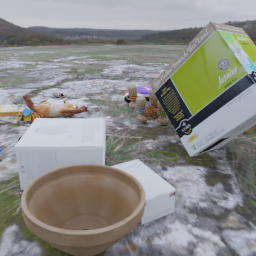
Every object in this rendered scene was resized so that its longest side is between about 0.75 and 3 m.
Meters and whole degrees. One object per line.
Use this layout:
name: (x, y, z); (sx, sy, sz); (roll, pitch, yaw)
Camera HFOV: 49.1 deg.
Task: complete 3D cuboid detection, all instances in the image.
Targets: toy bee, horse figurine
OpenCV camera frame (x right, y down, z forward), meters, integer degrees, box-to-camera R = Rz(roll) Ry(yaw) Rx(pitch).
toy bee: (-4.381, -0.481, 11.968); (1.387, 0.754, 0.908); (22, -3, 20)
horse figurine: (-3.337, -0.967, 12.879); (2.917, 0.728, 1.933); (2, 22, -14)

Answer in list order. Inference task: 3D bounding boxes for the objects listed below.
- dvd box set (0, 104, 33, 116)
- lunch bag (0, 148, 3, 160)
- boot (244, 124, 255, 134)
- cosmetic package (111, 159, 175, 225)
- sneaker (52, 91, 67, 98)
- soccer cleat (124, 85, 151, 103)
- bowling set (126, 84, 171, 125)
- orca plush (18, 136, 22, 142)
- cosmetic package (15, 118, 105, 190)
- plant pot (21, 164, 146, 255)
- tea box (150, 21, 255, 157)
dvd box set: (-5.425, -0.850, 13.304); (1.630, 0.240, 1.193); (-2, 21, -5)
lunch bag: (-4.534, 0.889, 8.630); (0.879, 0.415, 1.097); (14, 24, 36)
boot: (4.920, -0.085, 11.029); (0.990, 0.373, 0.364); (-24, 48, -24)
cosmetic package: (0.283, 1.464, 6.784); (0.950, 0.683, 1.683); (-11, 25, -25)
sneaker: (-3.898, -1.911, 15.885); (0.837, 0.340, 0.369); (0, 19, 2)
soccer cleat: (1.173, -1.768, 14.350); (2.719, 0.927, 0.995); (2, 60, 13)
bowling set: (0.985, -0.684, 11.788); (2.812, 1.509, 1.957); (10, 42, 21)
orca plush: (-3.288, 0.265, 10.105); (1.353, 0.481, 0.712); (-6, 22, -14)
cosmetic package: (-1.721, 0.650, 7.947); (2.145, 1.319, 2.138); (-1, 21, -2)
plant pot: (-0.848, 1.697, 5.537); (2.336, 1.078, 2.336); (4, 19, -1)
tea box: (2.698, -1.108, 8.582); (1.926, 2.883, 2.836); (-11, 68, -42)
